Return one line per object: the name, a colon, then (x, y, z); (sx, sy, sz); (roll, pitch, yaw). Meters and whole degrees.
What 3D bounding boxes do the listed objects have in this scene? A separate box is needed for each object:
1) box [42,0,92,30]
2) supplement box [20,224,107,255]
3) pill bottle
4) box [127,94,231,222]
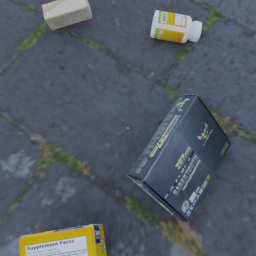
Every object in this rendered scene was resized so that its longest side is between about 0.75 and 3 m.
box: (-1.928, -3.720, 8.959); (1.416, 0.672, 0.550); (-15, 77, 3)
supplement box: (-1.211, 3.665, 5.991); (1.565, 1.575, 2.876); (-9, 71, 0)
pill bottle: (1.533, -3.198, 8.952); (1.505, 0.836, 0.836); (9, 70, -3)
box: (1.402, 0.746, 7.017); (2.007, 0.649, 2.546); (46, 69, -30)
